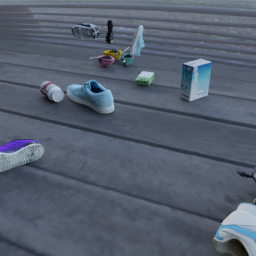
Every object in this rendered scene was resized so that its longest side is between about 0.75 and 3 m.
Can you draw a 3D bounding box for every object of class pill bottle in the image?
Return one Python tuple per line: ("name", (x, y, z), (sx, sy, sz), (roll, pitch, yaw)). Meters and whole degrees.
("pill bottle", (-3.063, -1.461, 11.299), (0.599, 0.599, 1.049), (-23, 38, -33))

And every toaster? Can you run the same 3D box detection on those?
("toaster", (3.840, 1.230, 5.777), (2.140, 1.270, 1.935), (10, 28, -14))

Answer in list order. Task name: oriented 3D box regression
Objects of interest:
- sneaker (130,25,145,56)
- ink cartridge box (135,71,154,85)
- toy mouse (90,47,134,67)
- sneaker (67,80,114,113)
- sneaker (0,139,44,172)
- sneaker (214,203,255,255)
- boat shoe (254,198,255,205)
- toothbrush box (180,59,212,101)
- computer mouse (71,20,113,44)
("sneaker", (0.485, -3.641, 11.775), (0.517, 1.261, 0.466), (11, 26, -17))
("ink cartridge box", (0.766, -2.233, 12.834), (0.584, 0.333, 1.124), (11, 33, 17))
("toy mouse", (-0.610, -3.636, 14.974), (2.691, 0.521, 2.391), (-15, 34, -22))
("sneaker", (-1.470, -1.462, 10.879), (2.536, 1.039, 0.937), (24, 37, 34))
("sneaker", (-3.309, 0.692, 7.823), (1.731, 0.602, 0.861), (-11, 29, -27))
("sneaker", (2.694, 2.431, 4.662), (1.056, 1.000, 2.615), (-34, 40, -22))
("boat shoe", (3.297, 1.773, 6.123), (1.002, 0.361, 0.325), (17, 4, 18))
("toothbrush box", (2.714, -1.926, 11.252), (1.058, 1.445, 0.616), (-20, 34, -28))
("computer mouse", (-1.393, -3.859, 11.095), (1.754, 0.962, 0.385), (9, 54, 11))
